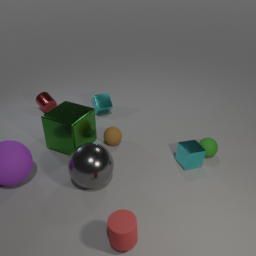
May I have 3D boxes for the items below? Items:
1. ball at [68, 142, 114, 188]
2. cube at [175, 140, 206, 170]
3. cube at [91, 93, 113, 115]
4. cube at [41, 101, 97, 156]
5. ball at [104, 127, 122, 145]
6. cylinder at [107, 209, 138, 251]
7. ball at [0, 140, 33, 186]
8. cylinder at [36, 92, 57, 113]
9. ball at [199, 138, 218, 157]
[{"bbox_3d":[-1.136,1.145,8.629,1.400,1.400,1.400,0,32,0],"label":"ball"},{"bbox_3d":[2.131,0.905,9.616,0.700,0.700,0.700,-7,33,-18],"label":"cube"},{"bbox_3d":[-1.179,-1.089,12.574,0.700,0.700,0.700,-14,79,-22],"label":"cube"},{"bbox_3d":[-2.139,0.006,10.417,1.400,1.400,1.400,15,35,23],"label":"cube"},{"bbox_3d":[-0.577,0.293,10.607,0.700,0.700,0.700,0,32,0],"label":"ball"},{"bbox_3d":[-0.121,2.463,6.760,0.700,0.700,0.700,-3,33,2],"label":"cylinder"},{"bbox_3d":[-3.695,1.079,8.700,1.400,1.400,1.400,0,32,0],"label":"ball"},{"bbox_3d":[-3.739,-1.180,12.809,0.700,0.700,0.700,-27,60,-36],"label":"cylinder"},{"bbox_3d":[2.850,0.691,9.999,0.700,0.700,0.700,0,32,0],"label":"ball"}]
